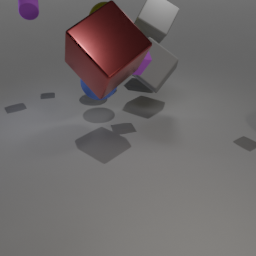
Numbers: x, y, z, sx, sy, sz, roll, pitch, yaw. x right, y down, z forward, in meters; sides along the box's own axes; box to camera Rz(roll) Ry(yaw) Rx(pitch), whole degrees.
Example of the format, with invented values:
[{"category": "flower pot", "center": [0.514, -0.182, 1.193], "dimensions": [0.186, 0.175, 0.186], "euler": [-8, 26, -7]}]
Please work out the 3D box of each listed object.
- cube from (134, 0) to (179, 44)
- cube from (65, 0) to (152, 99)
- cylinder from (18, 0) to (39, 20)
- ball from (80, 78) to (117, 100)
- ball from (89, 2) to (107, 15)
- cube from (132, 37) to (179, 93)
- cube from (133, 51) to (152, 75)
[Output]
[{"category": "cube", "center": [1.123, -4.655, 12.170], "dimensions": [1.400, 1.400, 1.400], "euler": [28, -12, -9]}, {"category": "cube", "center": [-0.533, -1.809, 6.729], "dimensions": [1.400, 1.400, 1.400], "euler": [-42, 89, -19]}, {"category": "cylinder", "center": [-3.596, -4.404, 10.120], "dimensions": [0.700, 0.700, 0.700], "euler": [-7, 56, -13]}, {"category": "ball", "center": [-1.077, -1.750, 10.499], "dimensions": [1.400, 1.400, 1.400], "euler": [0, 29, 0]}, {"category": "ball", "center": [-0.901, -4.341, 11.313], "dimensions": [1.400, 1.400, 1.400], "euler": [0, 29, 0]}, {"category": "cube", "center": [0.977, -2.401, 10.997], "dimensions": [1.400, 1.400, 1.400], "euler": [39, 4, 5]}, {"category": "cube", "center": [0.154, -2.051, 8.143], "dimensions": [0.700, 0.700, 0.700], "euler": [2, 59, -31]}]
